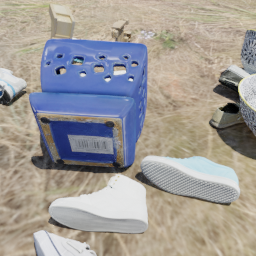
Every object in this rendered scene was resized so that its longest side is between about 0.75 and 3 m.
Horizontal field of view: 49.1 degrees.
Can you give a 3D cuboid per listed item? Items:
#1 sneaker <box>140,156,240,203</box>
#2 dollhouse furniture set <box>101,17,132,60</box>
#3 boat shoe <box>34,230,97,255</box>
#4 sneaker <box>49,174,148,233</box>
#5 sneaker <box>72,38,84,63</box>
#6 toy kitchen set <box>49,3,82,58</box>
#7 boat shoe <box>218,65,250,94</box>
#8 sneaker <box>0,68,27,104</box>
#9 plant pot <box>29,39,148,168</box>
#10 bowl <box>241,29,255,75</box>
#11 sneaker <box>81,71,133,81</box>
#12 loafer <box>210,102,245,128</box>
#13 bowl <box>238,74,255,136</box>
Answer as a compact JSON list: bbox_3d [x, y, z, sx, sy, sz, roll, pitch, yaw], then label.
[{"bbox_3d":[1.538,1.114,7.054,2.409,0.890,0.987,18,35,8],"label":"sneaker"},{"bbox_3d":[-0.722,-4.297,13.054,1.123,1.314,2.536,13,42,13],"label":"dollhouse furniture set"},{"bbox_3d":[-0.945,2.482,4.981,0.824,0.927,2.521,-17,20,-34],"label":"boat shoe"},{"bbox_3d":[-0.616,1.655,6.448,2.149,0.792,1.242,9,38,-4],"label":"sneaker"},{"bbox_3d":[-2.358,-3.403,12.367,2.179,0.805,0.893,22,41,25],"label":"sneaker"},{"bbox_3d":[-1.809,-2.754,8.552,1.181,1.447,1.306,2,39,-25],"label":"toy kitchen set"},{"bbox_3d":[4.377,-1.231,9.861,0.807,0.896,2.534,-48,62,-2],"label":"boat shoe"},{"bbox_3d":[-5.050,-1.852,10.483,2.944,1.103,1.276,27,40,17],"label":"sneaker"},{"bbox_3d":[-0.909,-0.512,7.527,2.785,2.785,2.504,4,48,4],"label":"plant pot"},{"bbox_3d":[5.140,-2.211,10.178,2.867,1.345,2.867,30,16,-10],"label":"bowl"},{"bbox_3d":[-0.821,-1.200,9.570,2.823,1.040,1.631,-16,40,-20],"label":"sneaker"},{"bbox_3d":[3.518,-0.532,9.083,1.833,0.626,0.693,-21,45,-23],"label":"loafer"},{"bbox_3d":[4.510,-0.327,8.236,2.852,1.339,2.852,2,40,-2],"label":"bowl"}]
